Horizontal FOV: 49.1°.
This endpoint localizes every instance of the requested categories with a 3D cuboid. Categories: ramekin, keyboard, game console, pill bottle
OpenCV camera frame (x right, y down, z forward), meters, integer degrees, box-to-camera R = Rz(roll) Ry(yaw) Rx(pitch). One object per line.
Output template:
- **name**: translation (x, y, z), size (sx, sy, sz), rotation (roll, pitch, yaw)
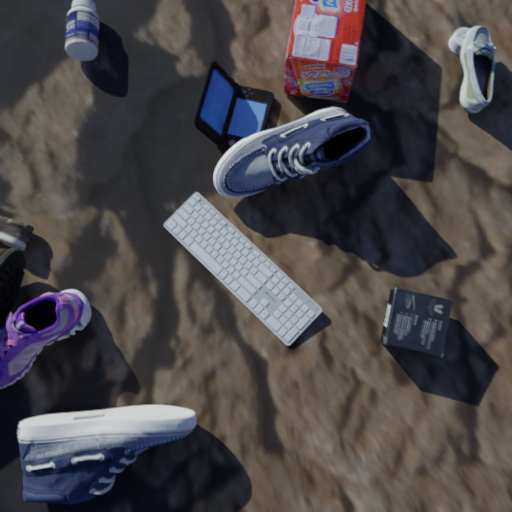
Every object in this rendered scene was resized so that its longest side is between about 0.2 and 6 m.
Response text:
- **ramekin**: translation (4.281, -4.423, 11.543), size (0.545, 0.266, 0.545), rotation (0, 75, 0)
- **keyboard**: translation (-0.281, 0.199, 10.273), size (3.258, 0.174, 0.917), rotation (43, 79, 11)
- **game console**: translation (-0.390, -2.824, 10.790), size (1.274, 0.843, 1.449), rotation (13, 75, 4)
- **pill bottle**: translation (-3.533, -4.626, 11.404), size (0.635, 0.635, 1.145), rotation (-2, 74, -1)

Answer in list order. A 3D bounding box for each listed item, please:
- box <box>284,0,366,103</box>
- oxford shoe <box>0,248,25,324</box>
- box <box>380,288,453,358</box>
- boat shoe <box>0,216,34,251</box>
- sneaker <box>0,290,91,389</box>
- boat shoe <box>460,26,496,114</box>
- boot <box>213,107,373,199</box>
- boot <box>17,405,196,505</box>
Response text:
- **box**: translation (1.392, -4.567, 11.044), size (1.344, 1.287, 2.696), rotation (9, 74, 2)
- **oxford shoe**: translation (-5.224, 1.036, 9.536), size (1.329, 1.144, 3.148), rotation (32, 77, 10)
- **box**: translation (2.757, 1.144, 9.685), size (1.007, 0.591, 0.990), rotation (13, 85, 6)
- **boat shoe**: translation (-4.917, -0.634, 10.305), size (1.629, 0.585, 0.485), rotation (23, 71, 1)
- **sneaker**: translation (-3.977, 1.358, 9.488), size (2.335, 1.032, 0.939), rotation (-39, 80, -7)
- **boat shoe**: translation (4.436, -3.725, 11.054), size (0.663, 0.576, 1.798), rotation (13, 80, -16)
- **boot**: translation (0.612, -1.807, 10.045), size (2.870, 1.296, 1.044), rotation (-30, 115, -3)
- **boot**: translation (-2.371, 3.216, 9.105), size (2.857, 1.039, 1.291), rotation (-4, 88, 1)
